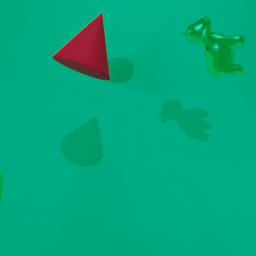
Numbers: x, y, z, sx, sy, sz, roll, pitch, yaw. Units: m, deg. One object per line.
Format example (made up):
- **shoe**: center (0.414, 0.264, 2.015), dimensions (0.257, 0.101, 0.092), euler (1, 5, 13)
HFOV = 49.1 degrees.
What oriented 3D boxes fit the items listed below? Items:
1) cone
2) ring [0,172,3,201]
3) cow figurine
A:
- **cone**: center (-0.744, -1.783, 5.744), dimensions (1.234, 1.234, 1.239), euler (20, 89, 6)
- **ring**: center (-1.688, 1.069, 3.178), dimensions (0.247, 1.236, 1.236), euler (13, 73, -16)
- **cow figurine**: center (1.859, -1.774, 6.262), dimensions (1.362, 0.760, 1.384), euler (0, 108, 13)
